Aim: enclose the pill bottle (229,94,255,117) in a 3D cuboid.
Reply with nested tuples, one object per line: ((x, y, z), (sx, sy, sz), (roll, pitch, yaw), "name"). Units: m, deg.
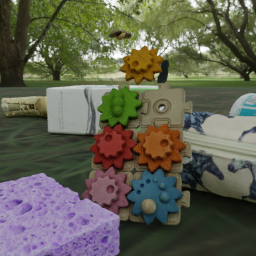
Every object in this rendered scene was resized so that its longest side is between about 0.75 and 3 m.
((3.057, -0.049, 5.400), (1.131, 1.131, 2.041), (-5, 12, -25), "pill bottle")

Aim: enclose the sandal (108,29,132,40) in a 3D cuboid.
((-0.300, -4.004, 12.209), (1.222, 0.330, 0.491), (-8, -18, -39), "sandal")

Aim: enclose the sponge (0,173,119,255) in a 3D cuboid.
((-1.526, 0.935, 1.960), (2.628, 0.392, 1.466), (-8, 13, -39), "sponge")

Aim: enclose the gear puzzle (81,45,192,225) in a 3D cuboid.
((0.134, -0.080, 3.135), (1.132, 2.186, 0.286), (0, -24, 17), "gear puzzle")

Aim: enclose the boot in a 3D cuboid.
((-3.754, -0.789, 10.358), (1.725, 0.808, 2.220), (-4, 10, -21), "boot")

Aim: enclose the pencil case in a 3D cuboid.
((1.605, 0.357, 3.060), (2.860, 1.113, 1.279), (8, 3, 35), "pencil case")

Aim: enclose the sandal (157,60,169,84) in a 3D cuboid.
((1.689, -2.509, 12.897), (0.495, 1.316, 0.315), (3, -22, 34), "sandal")

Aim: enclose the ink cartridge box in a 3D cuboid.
((-0.459, -0.558, 7.843), (2.933, 1.232, 2.134), (3, 11, 16), "ink cartridge box")
